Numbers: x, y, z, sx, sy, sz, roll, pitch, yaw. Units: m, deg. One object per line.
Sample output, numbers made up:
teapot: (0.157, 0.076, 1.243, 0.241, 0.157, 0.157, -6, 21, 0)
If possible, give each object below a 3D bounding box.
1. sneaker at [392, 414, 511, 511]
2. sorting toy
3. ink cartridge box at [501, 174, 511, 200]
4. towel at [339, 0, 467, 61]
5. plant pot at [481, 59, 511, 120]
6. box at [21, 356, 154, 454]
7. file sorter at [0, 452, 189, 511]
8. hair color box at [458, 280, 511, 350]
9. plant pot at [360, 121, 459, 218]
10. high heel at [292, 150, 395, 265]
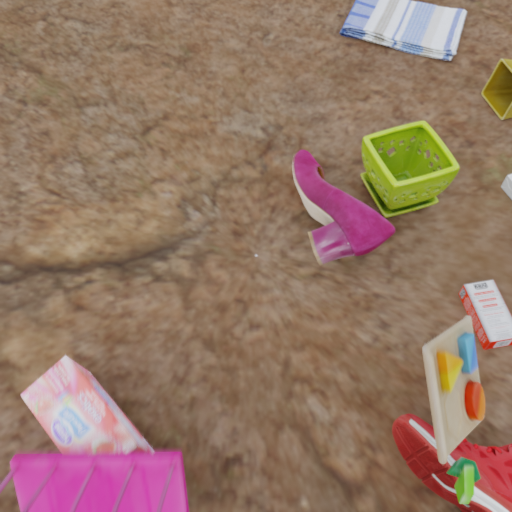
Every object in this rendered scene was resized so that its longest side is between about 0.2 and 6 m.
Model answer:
sneaker: (2.908, 2.726, 7.563, 1.208, 0.819, 2.091, -36, 75, -31)
sorting toy: (2.541, 1.883, 6.837, 0.298, 2.024, 1.496, -5, 8, 40)
ink cartridge box: (5.229, -1.328, 10.463, 1.031, 0.350, 0.594, -17, 57, -11)
towel: (3.562, -5.594, 13.398, 2.739, 0.326, 2.012, 19, 57, 12)
plant pot: (5.475, -3.481, 11.657, 0.926, 0.906, 0.900, -8, 55, -17)
box: (-2.271, 2.300, 7.609, 0.807, 0.875, 1.705, -42, 66, -14)
file sorter: (-1.881, 3.194, 6.237, 2.048, 1.423, 1.284, -3, 17, 5)
hair color box: (3.712, 0.932, 8.940, 0.534, 0.322, 1.052, -8, 57, -5)
plant pot: (2.647, -1.470, 10.066, 1.291, 1.172, 1.285, -16, 58, -11)
high heel: (1.414, -1.070, 9.618, 1.312, 0.921, 2.735, -20, 42, 12)
